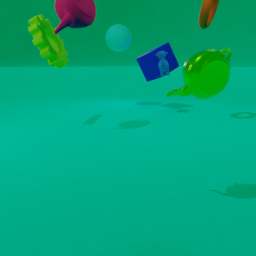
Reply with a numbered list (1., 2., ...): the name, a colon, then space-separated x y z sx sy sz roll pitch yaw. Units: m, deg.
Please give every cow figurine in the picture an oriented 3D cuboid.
1. cow figurine: 1.385 -2.573 11.053 0.481 0.876 0.862 -10 49 10

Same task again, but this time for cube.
1. cube: 1.309 -2.891 12.375 1.161 1.161 1.161 -35 15 -28

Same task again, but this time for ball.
1. ball: -0.429 -4.050 12.603 1.168 1.168 1.168 0 14 0

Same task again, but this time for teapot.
1. teapot: -1.559 -3.329 7.914 0.956 1.214 1.952 -19 42 36
2. teapot: 1.004 -0.729 3.842 1.072 0.667 0.525 -40 32 -1

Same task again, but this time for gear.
1. gear: -2.540 -2.776 9.087 0.316 1.708 1.708 -23 9 13

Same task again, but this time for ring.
1. ring: 2.724 -4.035 9.292 0.291 1.457 1.457 22 21 18
